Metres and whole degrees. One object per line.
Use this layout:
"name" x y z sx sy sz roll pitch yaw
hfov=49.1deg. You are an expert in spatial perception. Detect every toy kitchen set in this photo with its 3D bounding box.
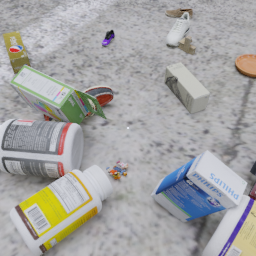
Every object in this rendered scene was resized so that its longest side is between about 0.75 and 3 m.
"toy kitchen set" 3.002 -4.105 13.332 0.815 0.737 0.904 -36 58 -28

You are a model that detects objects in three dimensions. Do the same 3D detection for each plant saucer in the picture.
"plant saucer" 5.528 -2.751 12.436 1.539 0.288 1.539 0 48 1

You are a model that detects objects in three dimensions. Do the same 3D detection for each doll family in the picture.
"doll family" -0.295 1.372 8.798 0.492 0.357 0.793 27 36 31

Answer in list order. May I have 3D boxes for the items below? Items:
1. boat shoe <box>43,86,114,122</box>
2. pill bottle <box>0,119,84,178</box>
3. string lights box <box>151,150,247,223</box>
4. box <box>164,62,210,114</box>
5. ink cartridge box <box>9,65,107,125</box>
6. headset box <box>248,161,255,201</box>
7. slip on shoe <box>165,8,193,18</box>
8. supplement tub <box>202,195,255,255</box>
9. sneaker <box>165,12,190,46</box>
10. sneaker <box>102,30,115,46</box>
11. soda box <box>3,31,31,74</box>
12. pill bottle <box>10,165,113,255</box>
"boat shoe" -1.689 -0.704 10.169 2.729 0.971 0.854 -23 53 -16
"pill bottle" -2.945 0.586 8.530 2.910 1.686 1.686 5 49 4
"string lights box" 1.644 1.575 7.036 1.205 2.346 0.692 40 56 1
"box" 2.269 -1.606 11.039 0.728 0.875 2.131 -18 50 -15
"ink cartridge box" -2.177 -0.813 8.861 2.822 1.465 0.837 25 71 19
"headset box" 4.745 1.554 7.524 2.712 1.047 2.019 28 81 28
"slip on shoe" 2.851 -6.467 15.614 1.525 0.462 0.580 14 50 12
"supplement tub" 3.251 2.950 6.268 2.636 1.917 1.917 30 55 24
"sneaker" 2.482 -4.896 13.942 0.853 0.898 2.232 21 53 15
"sneaker" -0.992 -4.488 13.796 0.386 0.552 1.111 18 50 15
"soda box" -5.090 -3.502 12.791 0.787 0.743 2.322 -18 50 -16
"pill bottle" -1.665 2.044 7.441 2.507 1.370 1.370 -31 55 -26
